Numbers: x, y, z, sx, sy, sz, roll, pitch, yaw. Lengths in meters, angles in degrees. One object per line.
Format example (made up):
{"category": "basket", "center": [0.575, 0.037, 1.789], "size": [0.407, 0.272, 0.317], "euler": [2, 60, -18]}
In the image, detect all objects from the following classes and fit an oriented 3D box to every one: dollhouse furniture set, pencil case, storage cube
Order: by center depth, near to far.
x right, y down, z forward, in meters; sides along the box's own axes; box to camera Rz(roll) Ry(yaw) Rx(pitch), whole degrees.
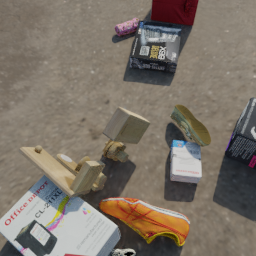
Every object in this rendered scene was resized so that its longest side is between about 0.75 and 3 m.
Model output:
{"category": "dollhouse furniture set", "center": [-1.162, 0.250, 8.456], "size": [2.108, 2.460, 2.587], "euler": [34, 97, 20]}
{"category": "pencil case", "center": [-0.018, -4.627, 12.839], "size": [1.179, 0.488, 0.510], "euler": [-27, 59, -16]}
{"category": "storage cube", "center": [2.290, -6.334, 13.052], "size": [2.097, 1.994, 2.333], "euler": [11, 58, 8]}

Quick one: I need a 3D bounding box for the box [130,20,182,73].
{"category": "box", "center": [1.219, -3.523, 12.021], "size": [1.952, 0.616, 2.475], "euler": [9, 57, 6]}

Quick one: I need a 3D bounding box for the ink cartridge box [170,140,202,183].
{"category": "ink cartridge box", "center": [1.854, 1.077, 9.045], "size": [0.915, 0.537, 1.250], "euler": [6, 57, 2]}

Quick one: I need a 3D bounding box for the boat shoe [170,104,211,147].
{"category": "boat shoe", "center": [2.074, -0.013, 9.478], "size": [0.692, 0.597, 1.896], "euler": [-3, 45, -37]}

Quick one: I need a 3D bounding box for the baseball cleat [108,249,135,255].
{"category": "baseball cleat", "center": [-0.273, 3.409, 7.554], "size": [0.943, 0.502, 0.329], "euler": [-10, 66, -4]}

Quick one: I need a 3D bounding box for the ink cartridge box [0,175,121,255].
{"category": "ink cartridge box", "center": [-1.841, 2.782, 7.478], "size": [2.661, 1.102, 1.939], "euler": [29, 61, 23]}

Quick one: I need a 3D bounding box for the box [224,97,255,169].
{"category": "box", "center": [4.793, 0.484, 8.896], "size": [2.747, 1.457, 1.679], "euler": [25, 60, 14]}

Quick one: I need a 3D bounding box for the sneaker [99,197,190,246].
{"category": "sneaker", "center": [0.384, 2.603, 7.849], "size": [2.635, 0.962, 1.017], "euler": [14, 66, 12]}
